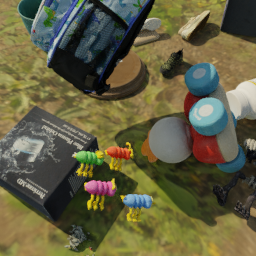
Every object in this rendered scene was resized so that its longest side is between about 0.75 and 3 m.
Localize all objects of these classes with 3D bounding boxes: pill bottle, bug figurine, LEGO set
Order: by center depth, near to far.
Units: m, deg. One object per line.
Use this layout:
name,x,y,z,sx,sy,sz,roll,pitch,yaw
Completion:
bug figurine,-0.197,0.644,3.850,1.006,0.334,1.297,8,37,-30
LEGO set,-1.041,2.473,6.090,0.897,0.254,0.582,35,61,23
pill bottle,3.798,-0.882,7.966,1.961,1.103,1.103,-17,56,-10

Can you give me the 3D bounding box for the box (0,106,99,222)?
box,-1.999,0.794,6.746,1.931,1.153,1.964,25,60,17

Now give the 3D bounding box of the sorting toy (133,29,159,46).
sorting toy,0.434,-3.584,10.473,1.107,0.218,1.196,-21,62,-14

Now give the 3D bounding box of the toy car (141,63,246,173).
toy car,1.377,0.024,7.093,2.446,2.255,2.164,-16,50,24

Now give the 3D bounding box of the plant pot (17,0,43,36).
plant pot,-2.760,-3.647,9.768,1.730,1.389,1.730,0,54,0

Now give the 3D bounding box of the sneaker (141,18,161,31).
sneaker,0.607,-3.852,10.340,1.199,0.451,0.530,-14,42,-9

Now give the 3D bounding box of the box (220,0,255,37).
box,4.553,-5.136,10.406,1.464,2.077,2.807,15,55,12

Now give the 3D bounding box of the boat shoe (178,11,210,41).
boat shoe,2.503,-3.917,10.468,0.545,0.605,1.678,33,66,20

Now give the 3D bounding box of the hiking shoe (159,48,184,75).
hiking shoe,1.428,-2.229,9.255,0.429,0.570,1.133,34,61,22

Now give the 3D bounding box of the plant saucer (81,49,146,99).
plant saucer,-0.640,-1.977,9.218,2.490,0.367,2.490,0,54,0

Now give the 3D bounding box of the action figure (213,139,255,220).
action figure,3.182,1.026,6.565,2.376,1.212,1.412,-37,57,-20

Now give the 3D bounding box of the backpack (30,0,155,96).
backpack,-0.762,-2.345,6.088,2.009,2.502,2.734,36,87,-17
